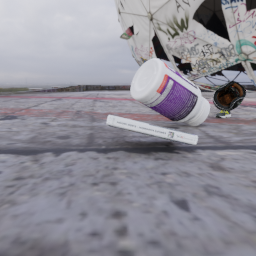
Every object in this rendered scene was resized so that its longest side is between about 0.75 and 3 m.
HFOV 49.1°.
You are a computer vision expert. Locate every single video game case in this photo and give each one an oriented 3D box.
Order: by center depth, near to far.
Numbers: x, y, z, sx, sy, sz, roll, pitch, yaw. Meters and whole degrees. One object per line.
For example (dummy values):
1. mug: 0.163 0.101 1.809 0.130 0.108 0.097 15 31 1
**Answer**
1. video game case: 0.342 0.044 5.370 1.533 0.197 1.686 13 -2 -4

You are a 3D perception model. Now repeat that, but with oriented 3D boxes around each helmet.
1. helmet: 3.322 -1.018 9.323 0.976 0.976 0.931 -6 -28 -34

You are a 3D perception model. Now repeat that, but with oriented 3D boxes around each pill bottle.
1. pill bottle: 1.275 -0.900 7.970 2.230 1.242 1.242 27 -6 -30

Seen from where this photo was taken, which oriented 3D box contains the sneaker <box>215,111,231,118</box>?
1. sneaker: 3.629 -0.589 10.713 0.339 0.385 0.909 7 10 44
